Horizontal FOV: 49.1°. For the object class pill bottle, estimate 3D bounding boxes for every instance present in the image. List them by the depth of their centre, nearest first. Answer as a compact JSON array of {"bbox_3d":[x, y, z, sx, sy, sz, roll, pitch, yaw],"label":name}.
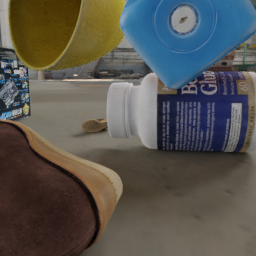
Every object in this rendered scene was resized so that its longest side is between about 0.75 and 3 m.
[{"bbox_3d":[0.994,-0.311,5.247,2.628,1.459,1.459,1,12,8],"label":"pill bottle"}]

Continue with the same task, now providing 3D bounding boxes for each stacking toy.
[{"bbox_3d":[1.059,-1.900,4.921,1.590,1.504,2.740,-36,8,24],"label":"stacking toy"}]

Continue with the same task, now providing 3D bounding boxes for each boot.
[{"bbox_3d":[-1.494,0.557,2.317,2.562,0.927,2.131,9,13,23],"label":"boot"},{"bbox_3d":[-0.869,-0.061,7.142,0.917,0.332,0.763,-8,2,-30],"label":"boot"}]

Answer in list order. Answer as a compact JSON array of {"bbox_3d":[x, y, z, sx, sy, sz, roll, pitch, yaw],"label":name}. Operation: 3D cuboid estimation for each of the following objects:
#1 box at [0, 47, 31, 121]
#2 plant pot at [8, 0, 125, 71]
[{"bbox_3d":[-3.588,-1.174,7.822,0.610,2.106,2.650,1,12,5],"label":"box"},{"bbox_3d":[-1.238,-2.794,6.900,2.984,2.984,2.118,10,9,40],"label":"plant pot"}]
